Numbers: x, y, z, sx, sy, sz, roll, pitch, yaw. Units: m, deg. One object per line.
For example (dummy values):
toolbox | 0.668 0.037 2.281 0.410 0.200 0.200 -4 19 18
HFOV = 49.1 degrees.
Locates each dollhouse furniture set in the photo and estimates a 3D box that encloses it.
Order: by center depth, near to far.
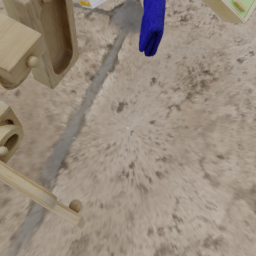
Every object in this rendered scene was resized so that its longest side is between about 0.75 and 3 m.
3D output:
dollhouse furniture set | -0.794 -0.255 3.435 1.774 2.071 2.178 29 68 7

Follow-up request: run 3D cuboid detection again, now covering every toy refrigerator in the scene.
toy refrigerator | 2.152 -3.544 6.709 0.895 2.359 0.825 -60 33 8

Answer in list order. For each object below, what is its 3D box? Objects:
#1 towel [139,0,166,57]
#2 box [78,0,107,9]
towel | 0.461 -2.285 5.377 0.382 1.139 1.543 5 78 -3
box | -0.415 -3.613 6.441 1.793 0.909 1.008 -33 33 -6
